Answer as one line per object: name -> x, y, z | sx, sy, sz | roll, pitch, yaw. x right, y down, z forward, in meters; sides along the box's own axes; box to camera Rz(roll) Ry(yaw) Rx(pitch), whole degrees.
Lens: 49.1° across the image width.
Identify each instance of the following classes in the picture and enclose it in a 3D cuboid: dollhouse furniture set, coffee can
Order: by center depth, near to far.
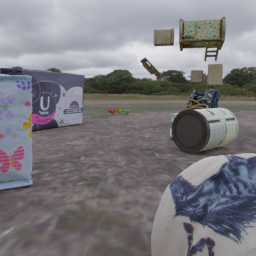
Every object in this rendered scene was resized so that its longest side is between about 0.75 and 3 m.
coffee can -> 1.604, 0.025, 5.789 | 1.174, 0.859, 0.859 | -5, 9, -42
dollhouse furniture set -> 1.801, -2.238, 8.578 | 2.136, 1.889, 1.187 | 1, 1, 12

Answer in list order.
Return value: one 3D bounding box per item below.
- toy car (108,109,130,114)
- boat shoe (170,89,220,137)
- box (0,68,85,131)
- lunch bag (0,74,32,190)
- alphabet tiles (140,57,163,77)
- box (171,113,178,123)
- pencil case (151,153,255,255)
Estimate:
toy car -> -0.381, -0.922, 16.083 | 1.127, 0.267, 1.198 | 5, 9, 32
boat shoe -> 1.903, -0.440, 7.782 | 1.004, 1.289, 2.839 | 4, 8, 28
box -> -3.036, -1.003, 9.693 | 1.693, 1.949, 2.950 | 9, 10, 29
lunch bag -> -2.058, 0.038, 3.344 | 1.687, 1.431, 1.073 | -1, 8, -26
alphabet tiles -> 0.768, -2.059, 9.647 | 0.843, 0.038, 1.009 | 44, -2, -10
box -> 2.214, -0.390, 11.255 | 0.779, 0.377, 0.688 | 5, 7, 30
pencil case -> 1.038, 0.642, 0.961 | 2.099, 0.939, 0.817 | 7, 38, 48
